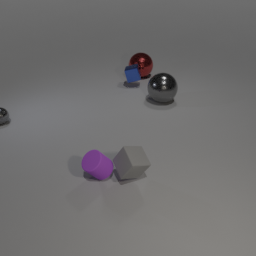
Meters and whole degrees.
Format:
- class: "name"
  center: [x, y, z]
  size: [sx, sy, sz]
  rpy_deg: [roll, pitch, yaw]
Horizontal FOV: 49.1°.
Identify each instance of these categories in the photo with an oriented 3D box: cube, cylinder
- class: "cube"
  center: [0.261, -2.864, 14.640]
  size: [0.700, 0.700, 0.700]
  rpy_deg: [-11, 28, 12]
- class: "cube"
  center: [0.101, 1.006, 8.183]
  size: [0.700, 0.700, 0.700]
  rpy_deg: [3, 48, -39]
- class: "cylinder"
  center: [-0.901, 1.094, 8.320]
  size: [0.700, 0.700, 0.700]
  rpy_deg: [-17, 53, 24]

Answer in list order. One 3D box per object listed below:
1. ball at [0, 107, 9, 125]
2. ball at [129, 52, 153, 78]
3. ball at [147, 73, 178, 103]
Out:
- class: "ball"
  center: [-5.201, -0.491, 11.379]
  size: [0.700, 0.700, 0.700]
  rpy_deg: [0, 30, 0]
- class: "ball"
  center: [0.731, -3.576, 15.932]
  size: [1.400, 1.400, 1.400]
  rpy_deg: [0, 30, 0]
- class: "ball"
  center: [1.604, -1.861, 13.008]
  size: [1.400, 1.400, 1.400]
  rpy_deg: [0, 30, 0]
